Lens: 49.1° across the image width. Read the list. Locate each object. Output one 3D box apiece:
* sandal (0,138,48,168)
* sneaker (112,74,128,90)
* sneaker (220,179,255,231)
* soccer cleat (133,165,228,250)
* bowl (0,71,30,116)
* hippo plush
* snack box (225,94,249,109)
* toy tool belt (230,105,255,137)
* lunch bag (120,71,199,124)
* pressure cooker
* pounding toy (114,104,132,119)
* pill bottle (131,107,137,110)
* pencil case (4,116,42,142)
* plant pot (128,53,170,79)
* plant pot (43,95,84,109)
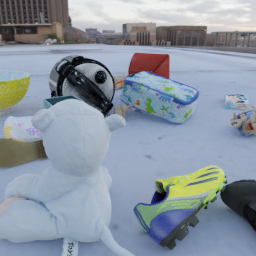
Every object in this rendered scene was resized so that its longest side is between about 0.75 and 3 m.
[{"bbox_3d":[-2.873,0.604,7.392,2.025,0.743,0.666,-4,0,-28],"label":"sandal"},{"bbox_3d":[-0.674,-2.519,15.546,2.096,0.820,0.809,-9,6,-27],"label":"sneaker"},{"bbox_3d":[2.387,1.503,4.655,0.907,0.759,1.999,-20,27,-37],"label":"sneaker"},{"bbox_3d":[1.048,1.150,5.170,1.022,0.790,2.443,42,39,19],"label":"soccer cleat"},{"bbox_3d":[-5.275,-1.333,11.123,2.790,1.501,2.790,0,19,0],"label":"bowl"},{"bbox_3d":[-1.170,0.685,4.666,2.201,2.222,2.764,-5,21,-14],"label":"hippo plush"},{"bbox_3d":[4.819,-1.194,12.474,0.946,0.302,1.628,6,21,16],"label":"snack box"},{"bbox_3d":[3.763,-0.110,8.990,0.968,0.983,1.575,-27,4,28],"label":"toy tool belt"},{"bbox_3d":[1.264,-1.295,10.937,2.786,1.149,2.239,24,27,21],"label":"lunch bag"},{"bbox_3d":[-1.755,-1.627,10.755,2.277,2.313,2.589,-6,21,-26],"label":"pressure cooker"},{"bbox_3d":[-0.174,-0.529,10.374,0.636,0.634,1.109,-3,2,-7],"label":"pounding toy"},{"bbox_3d":[0.524,-0.999,11.762,0.777,0.433,0.433,-9,22,-24],"label":"pill bottle"},{"bbox_3d":[-2.428,0.083,8.178,2.209,0.918,1.002,-4,24,-11],"label":"pencil case"},{"bbox_3d":[0.867,-2.353,12.958,1.763,1.765,1.555,9,35,21],"label":"plant pot"},{"bbox_3d":[-2.106,-0.410,9.270,1.052,1.072,1.050,-12,24,-30],"label":"plant pot"}]
